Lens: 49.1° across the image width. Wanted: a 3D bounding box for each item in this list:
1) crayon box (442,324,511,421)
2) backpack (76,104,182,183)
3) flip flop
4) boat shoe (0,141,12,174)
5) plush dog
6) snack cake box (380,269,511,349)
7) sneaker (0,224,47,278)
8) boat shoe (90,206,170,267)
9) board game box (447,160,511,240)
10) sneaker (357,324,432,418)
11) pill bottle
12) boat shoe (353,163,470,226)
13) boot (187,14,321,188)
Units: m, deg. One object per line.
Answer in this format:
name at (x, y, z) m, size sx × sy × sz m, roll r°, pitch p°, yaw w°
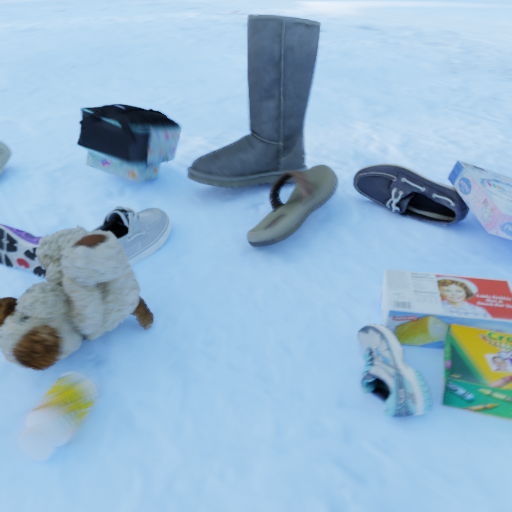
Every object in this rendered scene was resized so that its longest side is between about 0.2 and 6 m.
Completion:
crayon box at (3.804, 1.761, 8.106) m, size 2.074 × 0.604 × 1.232 m, roll 9°, pitch 34°, yaw 14°
backpack at (-3.066, -2.877, 14.094) m, size 2.058 × 1.795 × 2.341 m, roll 18°, pitch 27°, yaw 17°
flip flop at (0.735, -1.302, 12.235) m, size 1.330 × 0.944 × 3.281 m, roll -15°, pitch 21°, yaw 44°
boat shoe at (-6.990, -2.051, 14.130) m, size 0.777 × 0.825 × 2.297 m, roll -28°, pitch 30°, yaw 27°
plush dog at (-2.986, 0.875, 8.820) m, size 2.214 × 2.068 × 2.578 m, roll -38°, pitch 24°, yaw -22°
snack cake box at (3.195, 0.906, 9.350) m, size 2.121 × 0.713 × 1.220 m, roll 5°, pitch 31°, yaw 7°
sneaker at (-4.465, -0.119, 11.132) m, size 2.014 × 0.812 × 0.840 m, roll 22°, pitch 23°, yaw 17°
boat shoe at (-2.635, -0.432, 11.162) m, size 0.981 × 1.001 × 2.811 m, roll 15°, pitch 35°, yaw 21°
board game box at (5.584, -0.963, 11.762) m, size 2.485 × 0.539 × 2.473 m, roll 15°, pitch 30°, yaw -12°
sneaker at (1.835, 1.649, 8.261) m, size 0.749 × 0.673 × 1.735 m, roll -12°, pitch 34°, yaw -13°
pill bottle at (-2.663, 2.143, 7.506) m, size 0.623 × 0.623 × 1.105 m, roll 10°, pitch 33°, yaw 14°
boat shoe at (3.398, -1.370, 12.657) m, size 2.746 × 0.998 × 0.861 m, roll 21°, pitch 34°, yaw 22°
boot at (-0.033, -3.658, 13.301) m, size 3.484 × 3.832 × 1.391 m, roll -12°, pitch 28°, yaw -29°
